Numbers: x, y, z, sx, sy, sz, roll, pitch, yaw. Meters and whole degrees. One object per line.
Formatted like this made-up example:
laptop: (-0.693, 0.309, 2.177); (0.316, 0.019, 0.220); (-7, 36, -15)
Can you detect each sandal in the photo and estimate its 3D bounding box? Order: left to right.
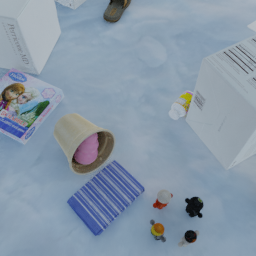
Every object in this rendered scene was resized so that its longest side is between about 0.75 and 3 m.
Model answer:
sandal: (-0.475, -5.502, 12.087); (0.955, 0.638, 2.338); (17, 60, 10)

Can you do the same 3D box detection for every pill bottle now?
pill bottle: (1.788, -0.732, 9.221); (0.535, 0.535, 1.026); (36, 66, 20)

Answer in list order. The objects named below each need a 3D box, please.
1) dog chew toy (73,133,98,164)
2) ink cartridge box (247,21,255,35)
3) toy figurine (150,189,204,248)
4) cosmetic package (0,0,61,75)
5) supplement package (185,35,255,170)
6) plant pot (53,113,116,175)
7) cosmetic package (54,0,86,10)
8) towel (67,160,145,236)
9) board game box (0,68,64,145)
dog chew toy: (-1.161, 0.491, 7.937); (0.716, 1.149, 0.716); (12, 37, -9)
ink cartridge box: (5.639, -3.224, 10.610); (1.323, 0.760, 2.259); (-32, 64, -18)
toy figurine: (1.223, 2.304, 7.129); (1.303, 0.906, 1.282); (14, 59, 8)
cosmetic package: (-4.389, -3.843, 9.977); (2.982, 2.496, 2.480); (12, 59, 7)
supplement package: (3.646, -0.858, 7.917); (2.985, 2.854, 2.195); (-26, 62, -15)
plant pot: (-1.382, 0.329, 8.145); (1.535, 1.535, 1.405); (-36, 53, -20)
cosmetic package: (-2.128, -6.571, 12.568); (1.327, 0.967, 2.611); (29, 62, 17)
towel: (-0.602, 1.899, 7.829); (1.855, 0.221, 1.343); (-39, 64, -23)
board game box: (-3.652, -0.810, 9.311); (2.172, 0.447, 2.167); (24, 61, 14)
